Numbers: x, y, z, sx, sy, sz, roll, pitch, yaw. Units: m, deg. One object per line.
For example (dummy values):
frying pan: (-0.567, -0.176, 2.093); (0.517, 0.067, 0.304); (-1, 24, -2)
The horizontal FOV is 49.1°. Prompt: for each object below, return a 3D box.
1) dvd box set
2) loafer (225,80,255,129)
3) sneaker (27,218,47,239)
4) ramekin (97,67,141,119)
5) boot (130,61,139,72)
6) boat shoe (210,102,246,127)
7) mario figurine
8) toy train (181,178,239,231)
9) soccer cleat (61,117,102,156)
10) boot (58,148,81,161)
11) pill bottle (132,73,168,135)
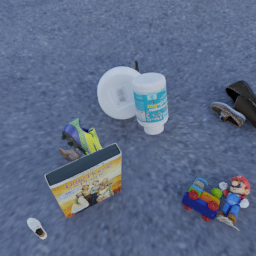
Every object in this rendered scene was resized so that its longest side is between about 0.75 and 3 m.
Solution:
dvd box set: (-1.182, 1.709, 8.524); (2.104, 2.875, 0.423); (-24, 61, -17)
loafer: (4.868, -0.850, 11.569); (1.003, 1.026, 2.812); (-10, 45, -8)
sneaker: (-2.952, 3.176, 9.019); (0.887, 0.375, 0.323); (34, 63, 23)
ramekin: (-0.229, -1.339, 11.076); (2.069, 2.069, 1.009); (0, 17, 0)
boot: (-0.263, -2.228, 12.693); (1.492, 0.791, 2.266); (-1, 50, 6)
boat shoe: (4.066, -0.556, 11.593); (1.514, 0.547, 0.548); (28, 61, 19)
mario figurine: (3.509, 2.243, 9.392); (1.020, 0.876, 1.653); (26, 60, 18)
toy train: (2.879, 2.493, 9.327); (1.935, 0.819, 1.120); (27, 45, 18)
soccer cleat: (-1.108, 0.508, 8.562); (0.680, 2.104, 0.880); (14, 64, 49)
boot: (-2.213, 0.922, 10.729); (0.578, 0.278, 0.791); (-33, 61, -29)
pill bottle: (0.816, -0.802, 9.798); (1.132, 2.043, 1.132); (-7, 32, 5)
